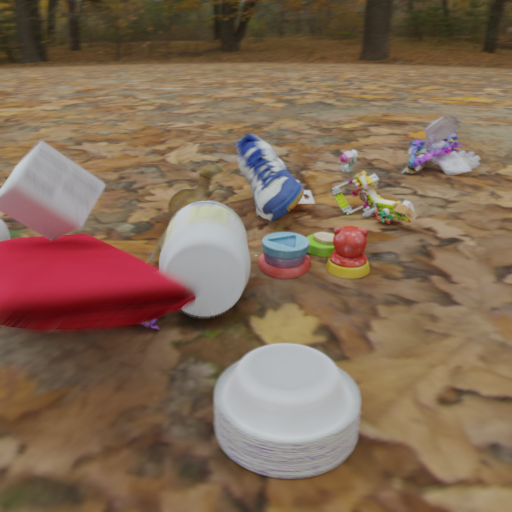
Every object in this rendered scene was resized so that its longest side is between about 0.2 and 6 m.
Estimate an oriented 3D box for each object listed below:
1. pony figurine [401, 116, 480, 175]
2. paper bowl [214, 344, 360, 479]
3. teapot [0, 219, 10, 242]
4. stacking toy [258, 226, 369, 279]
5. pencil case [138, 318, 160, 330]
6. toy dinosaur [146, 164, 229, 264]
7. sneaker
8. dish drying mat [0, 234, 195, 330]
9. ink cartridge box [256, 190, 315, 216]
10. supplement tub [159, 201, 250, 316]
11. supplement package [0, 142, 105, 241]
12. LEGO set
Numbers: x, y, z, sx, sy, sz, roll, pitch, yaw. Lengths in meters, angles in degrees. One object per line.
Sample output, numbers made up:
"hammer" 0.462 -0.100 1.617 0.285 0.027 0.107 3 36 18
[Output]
"pony figurine" 4.835 -2.836 14.958 1.850 1.596 1.917 -24 13 33
"paper bowl" 0.311 1.444 5.685 1.476 0.767 1.476 0 22 0
"teapot" -4.988 -0.455 9.713 1.368 0.999 1.350 8 25 15
"stacking toy" 0.937 -0.283 9.601 1.834 0.775 1.660 -1 24 -4
"pencil case" -2.080 0.634 7.661 1.571 0.672 0.659 1 -19 7
"toy dinosaur" -1.147 -0.696 9.595 1.042 2.061 0.600 27 12 -47
"sneaker" 0.100 -1.654 11.379 1.037 1.215 2.756 -39 27 7
"dish drying mat" -2.388 0.190 6.882 1.783 0.422 4.642 -3 9 -28
"ink cartridge box" 0.612 -1.174 12.250 1.238 0.310 0.996 1 24 -1
"supplement tub" -0.734 0.006 8.127 1.277 1.277 1.761 -1 20 -3
"supplement package" -2.796 -0.811 7.472 1.246 0.970 0.691 -13 48 52
"LEGO set" 2.286 -1.144 11.581 0.831 1.027 2.233 -24 53 -14
